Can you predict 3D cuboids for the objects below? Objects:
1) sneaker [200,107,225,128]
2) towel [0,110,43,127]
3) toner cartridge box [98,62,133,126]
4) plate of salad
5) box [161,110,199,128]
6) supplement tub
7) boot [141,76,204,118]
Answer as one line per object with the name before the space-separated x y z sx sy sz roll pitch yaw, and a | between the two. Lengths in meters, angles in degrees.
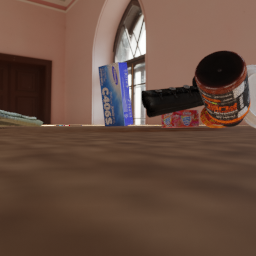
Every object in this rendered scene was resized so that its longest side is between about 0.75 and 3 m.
sneaker | 2.907 -0.466 8.448 2.614 0.954 1.008 -22 -17 -43
towel | -4.131 -0.390 8.497 2.194 0.394 2.279 0 -10 25
toner cartridge box | -0.583 -1.508 12.955 1.350 2.842 0.614 -2 7 42
plate of salad | 3.189 -0.778 7.036 1.616 1.616 0.388 0 -5 -25
box | 1.688 -0.297 9.014 1.168 0.558 0.582 -2 0 -35
supplement tub | 1.901 -0.650 5.458 0.894 0.894 1.672 0 -27 28
boot | 1.315 -0.928 7.458 1.996 0.655 1.645 -13 24 -5
